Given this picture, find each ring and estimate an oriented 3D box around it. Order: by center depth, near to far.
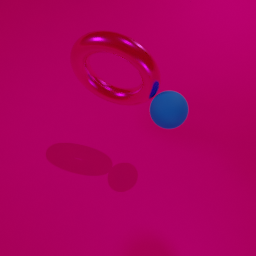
[{"bbox_3d":[-0.260,-1.102,5.524,1.863,1.863,0.373,18,61,7],"label":"ring"}]

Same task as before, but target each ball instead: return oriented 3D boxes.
[{"bbox_3d":[0.823,-0.365,5.644,0.774,0.774,0.774,0,68,0],"label":"ball"}]
